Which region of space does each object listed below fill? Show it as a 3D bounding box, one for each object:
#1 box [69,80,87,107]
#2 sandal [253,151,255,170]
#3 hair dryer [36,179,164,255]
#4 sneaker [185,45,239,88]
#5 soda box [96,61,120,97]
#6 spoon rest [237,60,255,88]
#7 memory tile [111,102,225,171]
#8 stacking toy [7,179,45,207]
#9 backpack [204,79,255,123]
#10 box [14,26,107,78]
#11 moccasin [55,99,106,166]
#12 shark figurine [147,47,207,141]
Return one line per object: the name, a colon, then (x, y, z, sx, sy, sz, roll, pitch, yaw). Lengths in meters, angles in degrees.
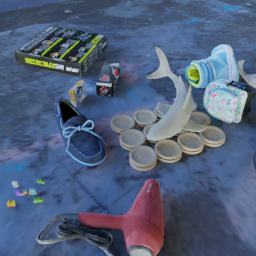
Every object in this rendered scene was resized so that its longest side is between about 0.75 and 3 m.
box: (-1.617, -1.169, 9.231, 0.196, 0.563, 0.945, 7, 36, 18)
sandal: (3.849, 0.693, 7.117, 1.118, 0.671, 2.978, 28, 32, 22)
hair dryer: (-0.271, 1.835, 5.551, 2.716, 0.738, 2.069, -27, 45, -30)
sneaker: (2.956, -2.351, 10.338, 1.736, 1.058, 2.659, 4, 39, 3)
soda box: (-0.686, -1.809, 10.078, 0.599, 0.536, 1.692, 5, 41, 6)
spoon rest: (4.572, -1.943, 10.428, 0.704, 0.430, 1.417, -16, 56, -16)
memory tile: (1.109, 0.077, 8.027, 2.883, 0.242, 2.210, -15, 43, -18)
stacking toy: (-2.318, 1.485, 6.420, 0.789, 0.185, 0.595, -4, 42, -8)
backpack: (2.927, -0.836, 8.436, 0.991, 1.169, 1.317, -25, 41, -33)
box: (-2.672, -3.301, 11.708, 2.834, 0.697, 2.934, 14, 41, 9)
moccasin: (-1.469, 0.045, 7.596, 0.999, 0.846, 2.482, -25, 45, -27)
shark figurine: (1.425, -0.982, 7.783, 1.710, 1.194, 2.861, 4, 57, -1)
